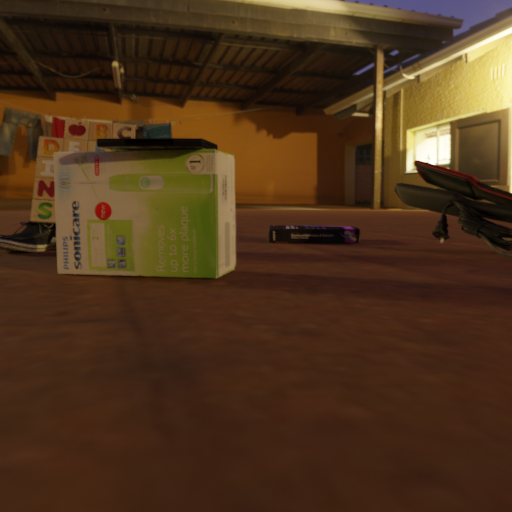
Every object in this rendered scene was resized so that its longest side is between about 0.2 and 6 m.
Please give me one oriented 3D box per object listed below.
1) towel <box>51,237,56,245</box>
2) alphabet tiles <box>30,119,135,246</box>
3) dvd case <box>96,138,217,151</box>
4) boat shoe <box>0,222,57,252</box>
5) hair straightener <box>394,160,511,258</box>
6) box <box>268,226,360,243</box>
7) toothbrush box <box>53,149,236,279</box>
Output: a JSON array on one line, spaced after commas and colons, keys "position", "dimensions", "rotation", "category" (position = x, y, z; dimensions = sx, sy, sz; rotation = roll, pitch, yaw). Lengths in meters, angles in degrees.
[{"position": [-2.352, -0.135, 8.870], "dimensions": [1.352, 0.242, 1.404], "rotation": [2, 3, -41], "category": "towel"}, {"position": [-3.021, -1.408, 10.660], "dimensions": [2.250, 2.704, 0.086], "rotation": [2, -22, -14], "category": "alphabet tiles"}, {"position": [-1.157, -1.324, 6.734], "dimensions": [1.249, 0.110, 0.891], "rotation": [2, 7, 7], "category": "dvd case"}, {"position": [-4.034, -0.405, 10.373], "dimensions": [0.741, 0.618, 1.987], "rotation": [4, 8, 22], "category": "boat shoe"}, {"position": [3.868, -0.631, 9.992], "dimensions": [3.742, 1.440, 0.766], "rotation": [36, -9, 47], "category": "hair straightener"}, {"position": [1.241, -0.496, 12.527], "dimensions": [1.957, 0.353, 1.399], "rotation": [-1, 6, 2], "category": "box"}, {"position": [-1.374, -0.538, 7.089], "dimensions": [2.103, 1.531, 0.905], "rotation": [2, 6, 13], "category": "toothbrush box"}]
